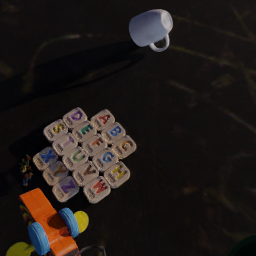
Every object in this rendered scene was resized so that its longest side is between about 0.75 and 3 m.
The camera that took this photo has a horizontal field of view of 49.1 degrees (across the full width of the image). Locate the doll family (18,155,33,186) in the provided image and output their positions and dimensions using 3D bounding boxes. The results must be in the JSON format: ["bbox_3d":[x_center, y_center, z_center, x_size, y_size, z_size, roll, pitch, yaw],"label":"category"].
[{"bbox_3d":[-2.531,1.053,6.968,0.312,0.460,0.796,-10,66,-35],"label":"doll family"}]

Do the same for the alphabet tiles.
[{"bbox_3d":[-1.128,0.640,7.352,2.437,0.182,2.492,-34,69,-15],"label":"alphabet tiles"}]

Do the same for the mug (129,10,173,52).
[{"bbox_3d":[0.804,-2.922,8.494,1.099,1.253,0.925,-5,30,45],"label":"mug"}]

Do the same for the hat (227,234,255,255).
[{"bbox_3d":[3.144,3.233,5.738,1.658,1.561,1.884,37,104,-14],"label":"hat"}]

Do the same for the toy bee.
[{"bbox_3d":[-1.525,2.453,5.658,1.729,1.436,2.641,-7,25,-19],"label":"toy bee"}]
